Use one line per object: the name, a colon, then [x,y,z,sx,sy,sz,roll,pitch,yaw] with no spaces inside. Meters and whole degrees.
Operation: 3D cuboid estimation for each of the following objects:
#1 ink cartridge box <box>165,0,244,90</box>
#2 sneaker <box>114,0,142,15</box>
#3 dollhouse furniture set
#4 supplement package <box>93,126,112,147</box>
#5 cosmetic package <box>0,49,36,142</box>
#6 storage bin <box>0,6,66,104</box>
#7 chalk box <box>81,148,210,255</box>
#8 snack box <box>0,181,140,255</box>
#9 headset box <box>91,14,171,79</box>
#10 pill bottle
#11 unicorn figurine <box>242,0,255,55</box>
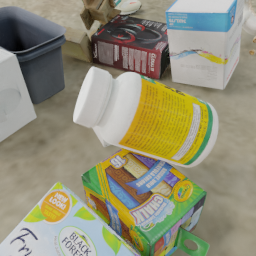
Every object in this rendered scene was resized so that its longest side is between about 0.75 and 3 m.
ink cartridge box: [2.306,-2.641,8.293,1.697,2.324,1.705,14,49,29]
sneaker: [-0.679,-5.931,12.735,2.612,1.221,0.920,8,44,9]
dollhouse furniture set: [-1.662,-3.943,9.944,1.778,2.346,2.677,21,74,18]
supplement package: [-0.557,-0.086,7.127,0.570,0.577,0.951,-19,47,-19]
cosmetic package: [-3.546,-0.648,6.700,1.195,1.938,1.944,24,49,26]
storage bin: [-3.191,-2.009,8.155,2.871,1.928,2.089,30,51,28]
chalk box: [0.400,1.497,4.925,1.348,1.357,2.174,-31,51,-29]
snack box: [-1.200,2.422,3.771,1.966,0.732,2.764,34,75,29]
headset box: [0.447,-2.852,9.657,2.783,1.044,2.068,18,47,18]
pill bottle: [0.269,-0.187,4.574,2.137,1.205,1.205,19,41,-18]
unicorn figurine: [4.567,-3.911,10.427,2.774,1.024,1.905,46,69,-3]
